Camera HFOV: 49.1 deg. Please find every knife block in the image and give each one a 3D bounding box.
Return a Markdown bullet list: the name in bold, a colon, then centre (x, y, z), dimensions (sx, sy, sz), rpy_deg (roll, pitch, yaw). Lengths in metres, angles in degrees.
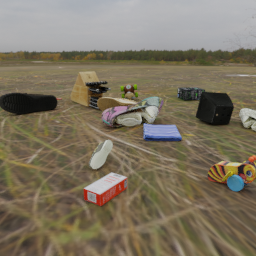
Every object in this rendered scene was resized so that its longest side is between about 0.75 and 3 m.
- **knife block**: centre (-1.869, -1.497, 14.279), dimensions (0.915, 2.512, 2.861), rpy_deg (-9, -27, -32)

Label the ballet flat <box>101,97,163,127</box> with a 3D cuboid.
- **ballet flat**: centre (0.368, -0.480, 10.567), dimensions (2.748, 0.950, 0.978), rpy_deg (-14, 39, -27)

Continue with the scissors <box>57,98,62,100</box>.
- **scissors**: centre (-4.197, -1.683, 16.015), dimensions (0.884, 0.062, 0.323), rpy_deg (3, 18, 6)

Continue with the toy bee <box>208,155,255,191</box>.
- **toy bee**: centre (2.361, 0.884, 5.743), dimensions (1.406, 0.764, 0.921), rpy_deg (7, 16, 23)

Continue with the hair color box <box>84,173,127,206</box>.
- **hair color box**: centre (-0.425, 1.191, 5.539), dimensions (0.437, 0.264, 0.862), rpy_deg (11, 20, 34)

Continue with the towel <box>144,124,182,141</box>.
- **towel**: centre (1.123, 0.108, 9.482), dimensions (1.209, 0.199, 1.670), rpy_deg (1, 16, 2)

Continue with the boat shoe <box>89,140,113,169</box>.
- **boat shoe**: centre (-0.702, 0.659, 6.880), dimensions (0.279, 0.334, 0.935), rpy_deg (-12, 31, 39)

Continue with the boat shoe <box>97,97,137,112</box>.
- **boat shoe**: centre (-0.335, -0.946, 12.354), dimensions (2.017, 0.744, 0.698), rpy_deg (13, 16, 10)

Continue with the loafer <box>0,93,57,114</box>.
- **loafer**: centre (-4.558, -1.120, 12.734), dimensions (2.574, 0.939, 0.918), rpy_deg (0, 9, -39)

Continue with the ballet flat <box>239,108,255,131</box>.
- **ballet flat**: centre (4.502, -0.211, 9.881), dimensions (0.718, 0.718, 2.002), rpy_deg (-6, 17, -19)

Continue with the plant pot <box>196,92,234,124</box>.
- **plant pot**: centre (3.403, -0.691, 10.728), dimensions (1.104, 1.107, 0.982), rpy_deg (2, 25, -13)

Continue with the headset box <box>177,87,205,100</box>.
- **headset box**: centre (3.642, -1.970, 16.016), dimensions (1.314, 0.610, 1.144), rpy_deg (-3, 15, -11)

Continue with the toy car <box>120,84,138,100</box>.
- **toy car**: centre (0.072, -1.842, 15.356), dimensions (0.922, 0.886, 1.123), rpy_deg (-6, 26, 4)
